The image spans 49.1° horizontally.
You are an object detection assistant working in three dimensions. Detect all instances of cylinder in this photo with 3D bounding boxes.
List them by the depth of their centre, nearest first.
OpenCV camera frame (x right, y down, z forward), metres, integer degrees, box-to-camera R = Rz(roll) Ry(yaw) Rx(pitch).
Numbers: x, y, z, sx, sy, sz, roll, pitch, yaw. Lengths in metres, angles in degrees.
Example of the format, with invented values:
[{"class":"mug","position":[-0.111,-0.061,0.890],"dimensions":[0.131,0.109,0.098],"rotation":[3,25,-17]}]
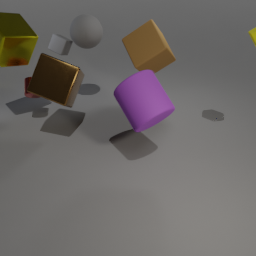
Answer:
[{"class":"cylinder","position":[0.485,-0.804,8.533],"dimensions":[1.400,1.400,1.400],"rotation":[-23,78,-33]},{"class":"cylinder","position":[-3.862,-1.650,11.443],"dimensions":[0.700,0.700,0.700],"rotation":[-4,-10,-1]}]

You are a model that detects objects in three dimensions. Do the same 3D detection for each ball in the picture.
[{"class":"ball","position":[-1.783,-4.117,11.984],"dimensions":[1.400,1.400,1.400],"rotation":[0,31,0]}]

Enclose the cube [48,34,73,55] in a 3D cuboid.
[{"class":"cube","position":[-3.018,-3.727,12.535],"dimensions":[0.700,0.700,0.700],"rotation":[28,18,5]}]

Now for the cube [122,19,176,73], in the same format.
[{"class":"cube","position":[0.847,-3.102,11.129],"dimensions":[1.400,1.400,1.400],"rotation":[-29,-17,18]}]

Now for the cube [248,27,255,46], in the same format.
[{"class":"cube","position":[4.359,-2.917,8.907],"dimensions":[0.700,0.700,0.700],"rotation":[-29,14,25]}]

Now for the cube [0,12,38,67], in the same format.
[{"class":"cube","position":[-4.462,-3.267,10.395],"dimensions":[1.400,1.400,1.400],"rotation":[50,38,15]}]

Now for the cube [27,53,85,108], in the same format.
[{"class":"cube","position":[-2.528,-1.646,10.054],"dimensions":[1.400,1.400,1.400],"rotation":[21,1,-2]}]
